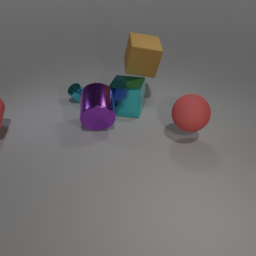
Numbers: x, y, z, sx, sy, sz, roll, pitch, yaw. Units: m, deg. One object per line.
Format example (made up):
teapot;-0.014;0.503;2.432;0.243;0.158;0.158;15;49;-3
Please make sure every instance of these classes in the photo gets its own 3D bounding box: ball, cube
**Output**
ball;2.294;-0.543;10.211;1.400;1.400;1.400;0;32;0
cube;0.654;-3.317;12.741;1.400;1.400;1.400;6;42;-10
cube;-0.027;-1.445;12.647;1.400;1.400;1.400;7;33;11

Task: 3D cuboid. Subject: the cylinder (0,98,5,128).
cylinder;-5.578;-0.447;10.748;1.400;1.400;1.400;-4;47;-7

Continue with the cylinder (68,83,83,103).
cylinder;-2.421;-1.680;13.457;0.700;0.700;0.700;-14;54;21

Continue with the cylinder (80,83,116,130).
cylinder;-1.235;-0.861;11.340;1.400;1.400;1.400;-3;50;-5
